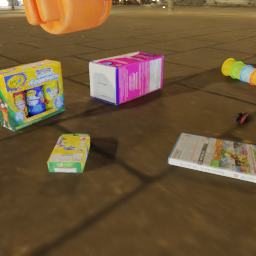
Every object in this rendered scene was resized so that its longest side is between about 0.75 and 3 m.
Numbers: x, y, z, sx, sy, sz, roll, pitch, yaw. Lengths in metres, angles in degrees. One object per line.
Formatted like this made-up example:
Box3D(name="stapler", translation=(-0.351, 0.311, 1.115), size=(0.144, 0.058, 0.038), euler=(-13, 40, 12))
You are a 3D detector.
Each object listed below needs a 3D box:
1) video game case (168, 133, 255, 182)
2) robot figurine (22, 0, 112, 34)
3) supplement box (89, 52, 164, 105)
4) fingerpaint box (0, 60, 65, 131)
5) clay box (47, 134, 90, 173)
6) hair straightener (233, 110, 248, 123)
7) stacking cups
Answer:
Box3D(name="video game case", translation=(1.935, 0.588, 6.133), size=(1.836, 0.163, 1.314), euler=(10, 27, 20))
Box3D(name="robot figurine", translation=(-1.580, -3.643, 8.060), size=(1.669, 2.059, 2.862), euler=(50, 43, 5))
Box3D(name="supplement box", translation=(0.013, -1.807, 9.758), size=(1.255, 1.282, 2.480), euler=(21, 31, 38))
Box3D(name="fingerpaint box", translation=(-2.664, -0.964, 7.764), size=(0.660, 1.502, 1.800), euler=(18, 30, 32))
Box3D(name="clay box", translation=(-1.240, 0.509, 6.138), size=(0.701, 0.290, 1.220), euler=(1, 26, 2))
Box3D(name="hair straightener", translation=(3.212, -0.365, 8.035), size=(0.349, 0.186, 0.908), euler=(17, 31, 30))
Box3D(name="stacking cups", translation=(4.788, -2.116, 10.920), size=(0.753, 0.753, 2.488), euler=(-11, 28, -22))
